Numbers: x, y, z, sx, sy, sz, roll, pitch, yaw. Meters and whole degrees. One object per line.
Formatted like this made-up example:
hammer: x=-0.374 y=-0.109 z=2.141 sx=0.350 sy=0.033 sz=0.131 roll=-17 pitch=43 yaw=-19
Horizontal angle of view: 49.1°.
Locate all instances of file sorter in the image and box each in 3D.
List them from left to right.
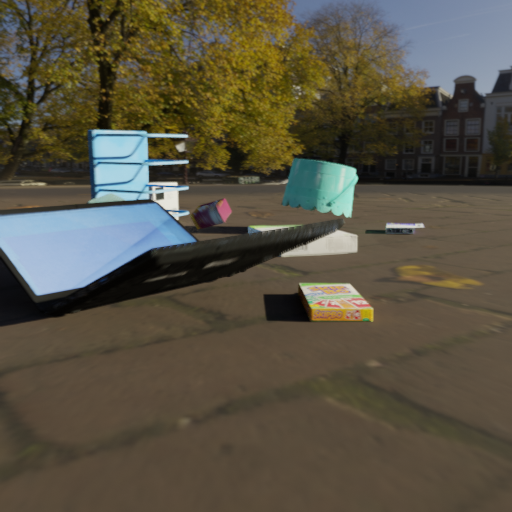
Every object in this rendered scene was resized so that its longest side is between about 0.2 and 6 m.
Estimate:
file sorter: x=-2.141 y=-1.290 z=10.710 sx=1.331 sy=2.169 sz=1.505 roll=6 pitch=13 yaw=27

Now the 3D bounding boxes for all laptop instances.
laptop: x=-1.173 y=-0.404 z=6.449 sx=3.144 sy=1.623 sz=2.786 roll=-24 pitch=-8 yaw=42

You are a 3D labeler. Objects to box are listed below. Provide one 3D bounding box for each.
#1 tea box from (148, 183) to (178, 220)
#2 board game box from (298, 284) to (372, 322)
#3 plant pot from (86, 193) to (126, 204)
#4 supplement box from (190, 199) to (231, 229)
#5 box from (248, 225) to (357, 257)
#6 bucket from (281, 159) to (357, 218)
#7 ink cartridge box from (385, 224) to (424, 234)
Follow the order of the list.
tea box: x=-3.125 y=-1.399 z=14.920 sx=1.605 sy=1.090 sz=1.632 roll=2 pitch=9 yaw=15
board game box: x=0.820 y=0.482 z=6.128 sx=0.620 sy=0.195 sz=1.298 roll=1 pitch=6 yaw=-2
plant pot: x=-2.228 y=-0.473 z=8.458 sx=0.776 sy=0.793 sz=0.778 roll=-30 pitch=-3 yaw=-40
supplement box: x=-1.003 y=-0.928 z=12.413 sx=0.743 sy=0.384 sz=0.487 roll=-13 pitch=27 yaw=29
box: x=0.806 y=-0.319 z=10.563 sx=1.455 sy=0.366 sz=2.016 roll=-3 pitch=11 yaw=-16
bucket: x=1.505 y=-1.586 z=13.131 sx=1.748 sy=1.137 sz=1.748 roll=11 pitch=6 yaw=-1
ink cartridge box: x=3.441 y=-0.629 z=12.983 sx=0.852 sy=0.185 sz=0.844 roll=0 pitch=9 yaw=15
